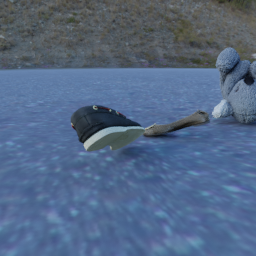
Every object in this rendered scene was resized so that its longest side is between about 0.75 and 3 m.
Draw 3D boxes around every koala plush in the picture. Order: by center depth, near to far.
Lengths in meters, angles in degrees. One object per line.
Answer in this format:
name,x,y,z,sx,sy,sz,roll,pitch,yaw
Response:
koala plush,3.616,-0.971,8.487,2.045,2.120,2.306,7,41,16

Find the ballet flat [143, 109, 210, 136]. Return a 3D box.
ballet flat,1.157,-0.123,6.889,1.680,0.389,0.566,-13,4,9

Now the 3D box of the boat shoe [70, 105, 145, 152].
boat shoe,-0.275,0.001,5.246,0.788,0.675,2.154,-38,-16,16
